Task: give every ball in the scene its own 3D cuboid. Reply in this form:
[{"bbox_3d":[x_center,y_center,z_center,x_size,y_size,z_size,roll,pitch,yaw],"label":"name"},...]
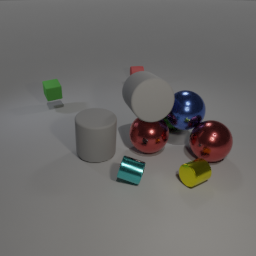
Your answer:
[{"bbox_3d":[2.013,-0.626,9.871,1.400,1.400,1.400,0,28,0],"label":"ball"},{"bbox_3d":[2.778,0.435,9.405,1.400,1.400,1.400,0,28,0],"label":"ball"},{"bbox_3d":[0.743,0.191,9.861,1.400,1.400,1.400,0,28,0],"label":"ball"}]

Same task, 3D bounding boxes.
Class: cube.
[{"bbox_3d":[-3.483,-1.752,12.916,0.700,0.700,0.700,-16,45,-23],"label":"cube"}]

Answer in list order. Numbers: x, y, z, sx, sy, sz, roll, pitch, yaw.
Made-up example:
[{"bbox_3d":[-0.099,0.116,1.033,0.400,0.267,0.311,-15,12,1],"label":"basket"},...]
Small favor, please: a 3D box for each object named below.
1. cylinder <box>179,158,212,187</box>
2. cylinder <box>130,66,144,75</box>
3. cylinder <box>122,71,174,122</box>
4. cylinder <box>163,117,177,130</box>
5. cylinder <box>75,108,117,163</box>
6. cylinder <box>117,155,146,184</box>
[{"bbox_3d":[2.016,1.327,8.413,0.700,0.700,0.700,-14,31,-32],"label":"cylinder"},{"bbox_3d":[0.500,-3.124,15.755,0.700,0.700,0.700,-4,29,-8],"label":"cylinder"},{"bbox_3d":[0.623,-1.058,9.164,1.400,1.400,1.400,-6,22,-11],"label":"cylinder"},{"bbox_3d":[1.479,-0.734,11.532,1.400,1.400,1.400,13,31,22],"label":"cylinder"},{"bbox_3d":[-1.100,0.232,9.653,1.400,1.400,1.400,3,32,-2],"label":"cylinder"},{"bbox_3d":[0.096,1.259,8.436,0.700,0.700,0.700,18,30,2],"label":"cylinder"}]
